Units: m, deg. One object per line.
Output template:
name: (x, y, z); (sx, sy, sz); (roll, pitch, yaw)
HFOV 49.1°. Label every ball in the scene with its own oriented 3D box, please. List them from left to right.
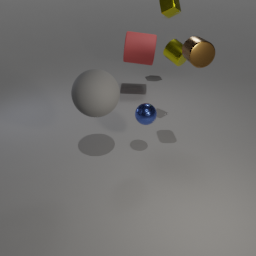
ball: (-0.940, -1.007, 8.169); (1.400, 1.400, 1.400); (0, 30, 0)
ball: (0.569, -0.443, 8.928); (0.700, 0.700, 0.700); (0, 30, 0)

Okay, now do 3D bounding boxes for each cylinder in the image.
cylinder: (0.553, -3.734, 13.164); (1.400, 1.400, 1.400); (7, 30, 0)
cylinder: (1.726, -2.667, 9.912); (0.700, 0.700, 0.700); (44, 47, 19)
cylinder: (1.887, -2.052, 7.539); (0.700, 0.700, 0.700); (-3, 29, -6)

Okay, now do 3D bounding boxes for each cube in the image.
cube: (1.956, -5.650, 12.977); (0.700, 0.700, 0.700); (-14, -10, 36)
